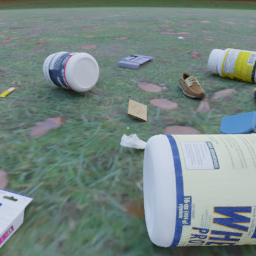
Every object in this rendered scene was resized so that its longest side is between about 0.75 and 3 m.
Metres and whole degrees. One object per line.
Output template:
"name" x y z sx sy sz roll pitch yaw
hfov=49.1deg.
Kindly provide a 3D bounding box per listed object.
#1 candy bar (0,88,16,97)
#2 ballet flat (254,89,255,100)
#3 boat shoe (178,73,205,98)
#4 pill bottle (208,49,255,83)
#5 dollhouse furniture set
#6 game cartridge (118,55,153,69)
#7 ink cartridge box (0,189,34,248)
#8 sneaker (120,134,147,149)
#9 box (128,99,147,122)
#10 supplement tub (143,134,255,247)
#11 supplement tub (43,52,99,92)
"candy bar" -4.702 -1.408 10.988 0.227 0.101 0.911 8 28 7
"ballet flat" 4.943 -0.981 9.552 0.816 0.698 2.456 3 28 6
"boat shoe" 2.428 -1.686 10.923 0.661 0.646 1.748 -8 29 -14
"pill bottle" 4.795 -2.799 12.357 2.248 1.285 1.285 19 34 32
"dollhouse furniture set" 3.703 0.759 6.476 2.478 1.713 2.625 15 -8 -17
"game cartridge" 0.403 -3.510 14.711 1.191 0.353 1.838 19 34 24
"ink cartridge box" -2.488 1.779 4.816 0.840 0.329 1.775 9 32 18
"sneaker" 0.203 0.328 7.196 0.799 0.353 0.300 8 8 -31
"box" 0.309 -0.573 9.036 0.641 0.083 0.784 20 39 -12
"supplement tub" 1.570 0.995 4.694 2.495 1.809 1.809 -1 28 -2
"supplement tub" -2.227 -2.204 10.824 1.419 1.419 2.022 -25 29 -38
